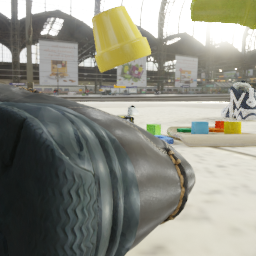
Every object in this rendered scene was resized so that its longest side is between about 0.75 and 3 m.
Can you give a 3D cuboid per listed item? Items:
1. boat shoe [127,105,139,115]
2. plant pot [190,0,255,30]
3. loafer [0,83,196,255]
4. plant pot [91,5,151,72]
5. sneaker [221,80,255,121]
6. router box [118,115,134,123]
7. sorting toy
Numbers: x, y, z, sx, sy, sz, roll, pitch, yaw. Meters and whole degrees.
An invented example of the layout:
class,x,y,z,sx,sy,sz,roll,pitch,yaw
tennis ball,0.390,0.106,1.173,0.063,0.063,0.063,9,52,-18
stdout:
class,x,y,z,sx,sy,sz,roll,pitch,yaw
boat shoe,0.251,-0.859,13.321,0.461,0.470,1.320,1,6,12
plant pot,2.619,-3.636,7.687,1.778,1.934,1.934,-2,6,9
loafer,-0.843,0.163,2.216,1.037,1.044,2.869,0,14,-44
plant pot,-0.374,-3.153,9.854,1.963,1.847,1.963,-18,13,4
sneaker,4.266,-1.078,10.778,0.901,1.469,2.258,1,6,3
router box,-0.222,-0.272,9.159,0.674,0.224,0.858,-1,7,-12
sorting toy,1.674,0.035,5.593,2.959,0.403,1.666,0,6,-2
